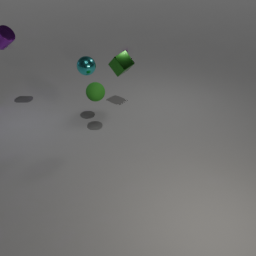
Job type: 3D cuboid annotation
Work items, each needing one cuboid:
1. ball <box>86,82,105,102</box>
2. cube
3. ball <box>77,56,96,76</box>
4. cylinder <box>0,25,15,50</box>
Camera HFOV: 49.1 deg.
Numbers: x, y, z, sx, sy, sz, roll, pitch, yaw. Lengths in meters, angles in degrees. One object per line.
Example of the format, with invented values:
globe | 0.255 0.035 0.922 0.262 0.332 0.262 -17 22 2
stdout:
ball | -1.183 -1.314 10.176 0.700 0.700 0.700 0 31 0
cube | -0.283 -2.779 12.119 0.700 0.700 0.700 -40 5 -32
ball | -1.532 -2.281 10.284 0.700 0.700 0.700 0 31 0
cylinder | -4.928 -3.552 11.012 0.700 0.700 0.700 -24 17 34
